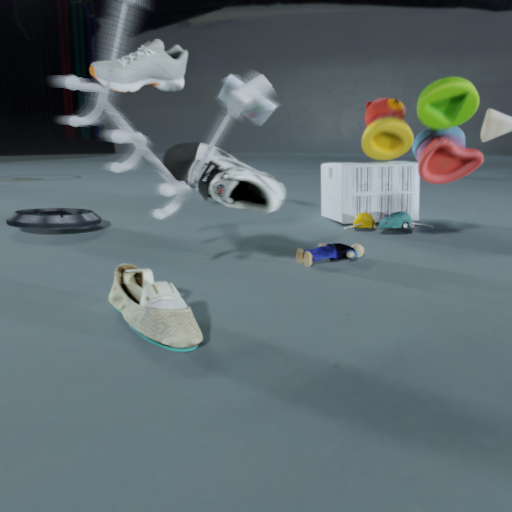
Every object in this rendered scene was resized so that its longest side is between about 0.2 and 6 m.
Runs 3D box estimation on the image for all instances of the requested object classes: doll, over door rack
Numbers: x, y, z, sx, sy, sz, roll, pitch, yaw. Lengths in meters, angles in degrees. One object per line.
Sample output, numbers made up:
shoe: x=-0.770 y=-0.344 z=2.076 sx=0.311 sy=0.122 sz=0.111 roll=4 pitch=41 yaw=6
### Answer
doll: x=1.516 y=-0.072 z=11.109 sx=1.448 sy=0.351 sz=0.988 roll=-7 pitch=16 yaw=-26
over door rack: x=-1.517 y=-2.080 z=7.904 sx=1.015 sy=2.252 sz=3.049 roll=-41 pitch=-2 yaw=-42

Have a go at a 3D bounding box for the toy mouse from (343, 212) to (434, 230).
toy mouse: x=3.415 y=-0.883 z=13.879 sx=1.899 sy=0.413 sz=2.137 roll=1 pitch=4 yaw=29

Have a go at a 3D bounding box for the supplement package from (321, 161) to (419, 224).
supplement package: x=3.088 y=-1.798 z=15.489 sx=2.145 sy=1.578 sz=2.052 roll=-3 pitch=11 yaw=-9

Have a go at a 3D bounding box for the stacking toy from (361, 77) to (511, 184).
stacking toy: x=3.219 y=-2.421 z=10.005 sx=2.282 sy=0.964 sz=2.066 roll=20 pitch=-38 yaw=-27

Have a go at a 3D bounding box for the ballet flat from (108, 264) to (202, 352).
ballet flat: x=-1.442 y=0.588 z=7.479 sx=0.784 sy=0.725 sz=2.324 roll=-1 pitch=12 yaw=-36

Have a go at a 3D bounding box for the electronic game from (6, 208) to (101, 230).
electronic game: x=-5.143 y=-0.913 z=14.308 sx=2.293 sy=0.477 sz=2.293 roll=1 pitch=10 yaw=0

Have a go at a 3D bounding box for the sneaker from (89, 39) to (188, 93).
sneaker: x=-2.555 y=-4.298 z=12.393 sx=2.361 sy=1.086 sz=0.894 roll=-16 pitch=53 yaw=-41

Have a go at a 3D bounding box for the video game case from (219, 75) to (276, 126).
video game case: x=-0.227 y=-3.495 z=12.692 sx=1.203 sy=0.157 sz=1.321 roll=32 pitch=-8 yaw=-9

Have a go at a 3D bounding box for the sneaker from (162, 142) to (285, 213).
sneaker: x=-0.556 y=-1.215 z=8.765 sx=2.070 sy=0.767 sz=0.916 roll=19 pitch=20 yaw=3
